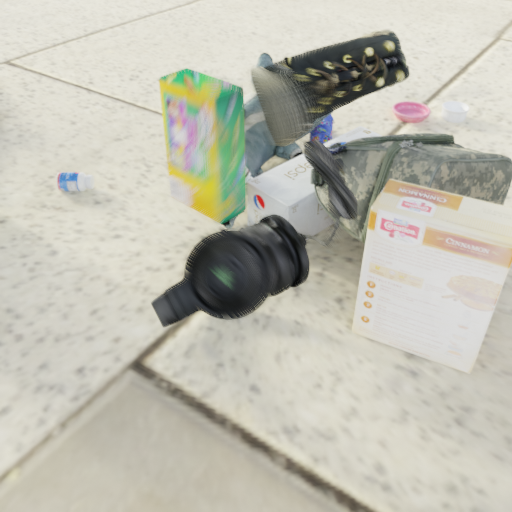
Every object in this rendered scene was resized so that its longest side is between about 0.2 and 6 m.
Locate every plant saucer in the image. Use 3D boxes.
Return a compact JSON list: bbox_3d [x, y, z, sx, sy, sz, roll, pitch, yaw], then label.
[{"bbox_3d":[3.827,-3.540,13.872,0.933,0.237,0.933,0,38,0],"label":"plant saucer"}]

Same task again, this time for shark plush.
[{"bbox_3d":[0.286,-2.426,11.334,1.856,2.024,4.456,23,42,6],"label":"shark plush"}]

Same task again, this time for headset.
[{"bbox_3d":[-0.113,-0.108,7.437,3.296,1.549,2.035,-28,-3,34],"label":"headset"}]

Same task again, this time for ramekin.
[{"bbox_3d":[4.886,-3.539,13.809,0.644,0.314,0.644,0,40,0],"label":"ramekin"}]

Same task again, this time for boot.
[{"bbox_3d":[1.109,-2.532,8.018,2.219,1.060,2.938,-18,20,6],"label":"boot"}]

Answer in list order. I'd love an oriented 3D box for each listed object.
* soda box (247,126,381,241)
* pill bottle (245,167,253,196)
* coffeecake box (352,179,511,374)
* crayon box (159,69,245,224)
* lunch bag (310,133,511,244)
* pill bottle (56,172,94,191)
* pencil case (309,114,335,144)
[{"bbox_3d":[1.329,-1.352,10.579,3.196,1.017,1.088,-31,49,-31],"label":"soda box"},{"bbox_3d":[-0.423,-1.501,10.069,0.503,0.881,0.503,-37,20,15],"label":"pill bottle"},{"bbox_3d":[2.358,0.295,7.566,1.743,2.271,0.830,18,43,21],"label":"coffeecake box"},{"bbox_3d":[-0.834,-1.731,8.963,1.274,2.146,0.625,30,46,34],"label":"crayon box"},{"bbox_3d":[2.507,-1.107,9.289,2.678,1.866,2.246,-9,28,-39],"label":"lunch bag"},{"bbox_3d":[-3.628,-1.490,11.256,0.681,0.382,0.382,0,39,-1],"label":"pill bottle"},{"bbox_3d":[1.506,-2.844,12.792,0.576,0.518,1.327,1,40,8],"label":"pencil case"}]
